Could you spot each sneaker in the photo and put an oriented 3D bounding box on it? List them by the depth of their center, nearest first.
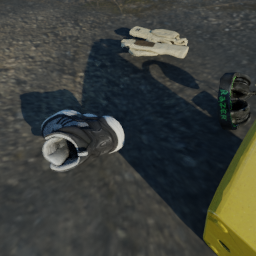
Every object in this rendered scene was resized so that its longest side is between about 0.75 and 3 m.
[{"bbox_3d":[-1.399,0.218,6.016,2.477,0.935,1.410,4,19,37],"label":"sneaker"}]

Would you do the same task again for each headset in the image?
[{"bbox_3d":[2.955,-0.749,7.280,1.089,1.431,2.317,3,14,32],"label":"headset"}]

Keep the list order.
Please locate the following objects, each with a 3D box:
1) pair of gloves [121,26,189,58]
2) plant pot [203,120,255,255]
[{"bbox_3d":[1.010,-3.016,10.012,2.263,0.467,2.661,10,33,8],"label":"pair of gloves"},{"bbox_3d":[2.768,1.286,4.104,2.626,2.978,2.977,-40,58,-15],"label":"plant pot"}]
